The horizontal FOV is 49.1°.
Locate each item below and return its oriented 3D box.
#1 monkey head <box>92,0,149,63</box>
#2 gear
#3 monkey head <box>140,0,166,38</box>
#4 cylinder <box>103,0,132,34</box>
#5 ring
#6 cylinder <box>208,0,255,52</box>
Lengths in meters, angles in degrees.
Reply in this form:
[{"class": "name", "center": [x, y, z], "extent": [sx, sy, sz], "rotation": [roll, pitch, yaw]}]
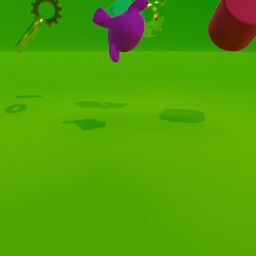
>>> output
[{"class": "monkey head", "center": [-0.224, -2.528, 6.989], "extent": [1.218, 1.692, 1.020], "rotation": [25, 6, -30]}, {"class": "gear", "center": [-3.194, -4.604, 10.987], "extent": [1.192, 1.192, 0.220], "rotation": [-4, 17, -13]}, {"class": "monkey head", "center": [0.644, -3.718, 9.416], "extent": [1.183, 0.991, 1.645], "rotation": [34, 74, 29]}, {"class": "cylinder", "center": [-0.297, -3.739, 9.525], "extent": [0.966, 0.966, 0.966], "rotation": [-11, 3, -31]}, {"class": "ring", "center": [-3.218, -3.064, 9.160], "extent": [0.299, 1.493, 1.493], "rotation": [37, 0, -27]}, {"class": "cylinder", "center": [3.133, -3.109, 7.894], "extent": [1.389, 1.389, 1.389], "rotation": [-1, -15, -2]}]
